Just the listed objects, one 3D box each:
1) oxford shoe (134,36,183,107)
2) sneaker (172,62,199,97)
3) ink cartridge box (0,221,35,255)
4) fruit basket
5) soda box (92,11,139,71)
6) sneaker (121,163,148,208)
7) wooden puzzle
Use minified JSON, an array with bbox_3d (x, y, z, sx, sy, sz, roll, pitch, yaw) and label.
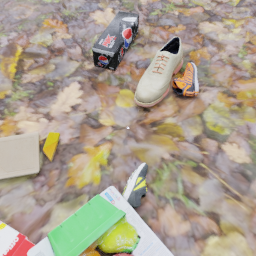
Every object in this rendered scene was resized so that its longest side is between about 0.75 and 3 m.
[{"bbox_3d":[0.965,-1.855,8.911,1.020,1.064,2.881,18,54,18],"label":"oxford shoe"},{"bbox_3d":[1.821,-1.620,9.094,0.781,0.541,1.394,2,53,0],"label":"sneaker"},{"bbox_3d":[-2.826,2.586,5.781,2.002,0.673,1.163,23,56,17],"label":"ink cartridge box"},{"bbox_3d":[-0.397,2.714,5.630,2.229,1.128,2.406,-36,77,-25],"label":"fruit basket"},{"bbox_3d":[-0.383,-3.224,10.159,0.886,0.793,2.503,16,55,12],"label":"soda box"},{"bbox_3d":[0.252,1.421,6.881,0.535,0.471,1.264,34,53,-1],"label":"sneaker"},{"bbox_3d":[-3.015,0.756,7.475,2.311,0.270,1.559,-4,48,-3],"label":"wooden puzzle"}]
